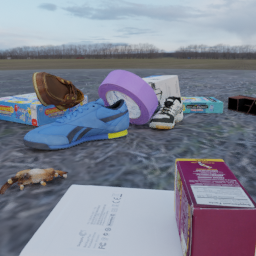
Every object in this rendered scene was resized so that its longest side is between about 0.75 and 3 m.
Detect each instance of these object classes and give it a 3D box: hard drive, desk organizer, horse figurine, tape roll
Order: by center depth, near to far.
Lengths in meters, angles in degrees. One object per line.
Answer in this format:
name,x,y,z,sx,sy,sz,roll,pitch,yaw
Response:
hard drive,0.311,1.247,3.367,2.577,0.327,1.700,2,15,8
horse figurine,-1.622,0.870,4.861,1.127,0.281,0.747,-9,4,-11
tape roll,-0.008,-0.928,8.798,1.853,1.853,0.608,12,58,37
desk organizer,4.804,-0.904,11.179,0.628,0.585,1.632,-9,17,-23

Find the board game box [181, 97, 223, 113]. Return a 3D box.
board game box,2.769,-0.987,11.714,1.958,0.459,1.478,0,15,0

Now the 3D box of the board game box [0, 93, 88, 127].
board game box,-3.227,-0.793,10.437,2.483,0.709,2.536,8,17,30

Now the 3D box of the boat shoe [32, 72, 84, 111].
boat shoe,-1.879,-1.058,7.848,0.851,0.907,2.519,-11,-5,5

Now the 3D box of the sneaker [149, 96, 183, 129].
sneaker,1.257,-0.555,9.176,0.790,0.916,2.089,8,18,23

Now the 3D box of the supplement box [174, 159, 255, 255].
supplement box,0.812,0.828,2.845,0.577,0.731,1.117,1,16,3

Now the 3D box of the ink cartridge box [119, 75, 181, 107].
ink cartridge box,0.557,-1.342,11.083,2.427,1.023,1.772,-20,18,-24

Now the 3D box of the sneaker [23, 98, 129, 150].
sneaker,-1.269,-0.190,7.352,2.948,1.156,0.972,-11,20,-32
